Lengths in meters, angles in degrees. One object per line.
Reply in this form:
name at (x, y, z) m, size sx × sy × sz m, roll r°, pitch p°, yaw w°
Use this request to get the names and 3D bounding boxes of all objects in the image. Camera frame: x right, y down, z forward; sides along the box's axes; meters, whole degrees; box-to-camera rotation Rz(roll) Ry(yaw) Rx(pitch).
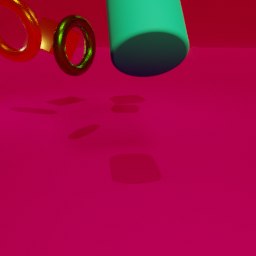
ring at (-3.388, -2.851, 8.057) m, size 2.009 × 2.009 × 0.402 m, roll 7°, pitch 37°, yaw 20°
cube at (-2.515, -3.115, 9.880) m, size 1.046 × 1.046 × 1.046 m, roll 29°, pitch 10°, yaw 29°
ring at (-1.134, -1.776, 6.095) m, size 0.259 × 1.294 × 1.294 m, roll 13°, pitch 22°, yaw 28°
cylinder at (0.225, -1.320, 3.624) m, size 0.972 × 0.972 × 0.972 m, roll -5°, pitch -22°, yaw -2°
